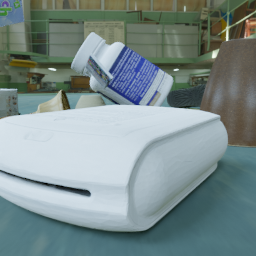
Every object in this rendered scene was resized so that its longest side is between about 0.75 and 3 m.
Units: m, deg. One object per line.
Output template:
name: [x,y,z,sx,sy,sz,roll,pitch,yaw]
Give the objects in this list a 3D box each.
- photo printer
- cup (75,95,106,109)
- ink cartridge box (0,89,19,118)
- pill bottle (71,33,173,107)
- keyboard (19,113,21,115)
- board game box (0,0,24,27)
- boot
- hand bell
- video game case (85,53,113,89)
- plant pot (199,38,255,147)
photo printer: [-0.192,0.233,3.011,1.947,0.813,2.341,7,11,32]
cup: [-1.107,-0.572,8.460,1.148,0.821,1.148,0,9,0]
ink cartridge box: [-4.672,-0.596,7.904,2.121,1.013,2.416,1,9,7]
pill bottle: [-0.204,-1.586,8.562,2.798,1.675,1.675,32,4,-9]
keyboard: [-5.083,-0.588,9.924,2.238,0.443,1.165,-2,8,-7]
board game box: [-2.473,-2.134,4.408,0.288,1.190,1.573,38,50,25]
boot: [2.950,-1.266,12.534,2.637,1.052,2.900,4,-2,14]
hand bell: [-2.472,-0.255,7.024,1.967,1.024,1.024,-12,9,0]
video game case: [-0.745,-1.423,7.075,0.091,0.792,0.721,-43,4,-22]
plant pot: [2.352,-0.761,5.768,1.853,1.983,1.853,-1,8,0]
